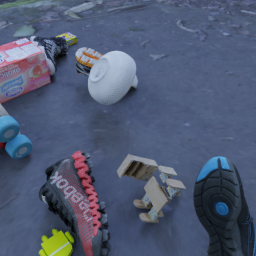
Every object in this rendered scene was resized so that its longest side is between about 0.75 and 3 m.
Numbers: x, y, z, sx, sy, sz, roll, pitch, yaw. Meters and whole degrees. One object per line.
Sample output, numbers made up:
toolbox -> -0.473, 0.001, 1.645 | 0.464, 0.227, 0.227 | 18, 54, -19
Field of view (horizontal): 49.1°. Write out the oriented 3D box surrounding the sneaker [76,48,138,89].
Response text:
sneaker -> -0.777, -2.006, 10.061 | 2.390, 0.923, 0.935 | 25, 51, -6

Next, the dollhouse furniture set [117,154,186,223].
dollhouse furniture set -> 0.419, 1.275, 6.303 | 0.849, 1.120, 1.278 | 16, 28, -34

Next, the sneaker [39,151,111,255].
sneaker -> -1.218, 1.688, 6.172 | 1.342, 0.971, 2.748 | -13, 43, -14

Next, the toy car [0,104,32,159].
toy car -> -4.043, 0.233, 7.280 | 2.113, 1.869, 1.947 | -40, 66, -20

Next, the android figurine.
android figurine -> -1.481, 2.508, 5.889 | 0.727, 0.164, 0.799 | -31, 50, -29

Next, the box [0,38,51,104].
box -> -4.323, -1.871, 9.676 | 2.807, 1.329, 1.441 | -32, 52, -29

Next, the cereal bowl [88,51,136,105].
cereal bowl -> -0.615, -1.593, 8.402 | 1.723, 0.717, 1.723 | -23, 54, 35

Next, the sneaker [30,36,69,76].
sneaker -> -2.970, -3.008, 11.198 | 1.381, 0.916, 2.426 | -17, 49, -23

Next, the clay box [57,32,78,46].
clay box -> -2.963, -3.900, 12.593 | 1.241, 0.295, 0.713 | -33, 52, -31

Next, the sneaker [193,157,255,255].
sneaker -> 1.904, 1.696, 5.370 | 0.895, 2.444, 1.001 | 0, 10, 45
